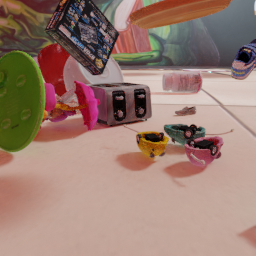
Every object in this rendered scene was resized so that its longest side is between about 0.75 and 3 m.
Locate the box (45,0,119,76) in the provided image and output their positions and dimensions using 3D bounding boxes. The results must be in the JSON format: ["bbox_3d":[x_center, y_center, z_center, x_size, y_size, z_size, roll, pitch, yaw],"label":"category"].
[{"bbox_3d":[-1.228,-2.787,8.189,0.470,1.626,2.045,4,-24,40],"label":"box"}]

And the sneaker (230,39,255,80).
[{"bbox_3d":[3.817,-2.299,8.742,0.651,0.724,1.761,24,66,35],"label":"sneaker"}]

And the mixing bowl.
[{"bbox_3d":[-2.742,-2.430,13.186,3.001,1.625,3.001,-3,-20,-1],"label":"mixing bowl"}]

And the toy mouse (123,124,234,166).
[{"bbox_3d":[1.339,0.342,6.044,2.220,0.483,2.498,-6,16,-20],"label":"toy mouse"}]

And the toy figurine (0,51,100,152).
[{"bbox_3d":[-2.111,-0.452,7.437,2.970,2.230,2.734,-19,-12,33],"label":"toy figurine"}]

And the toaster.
[{"bbox_3d":[-0.398,-0.859,9.228,1.756,1.152,1.941,-9,17,-33],"label":"toaster"}]

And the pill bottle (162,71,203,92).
[{"bbox_3d":[2.965,-2.538,15.464,2.027,1.149,1.149,-1,15,-3],"label":"pill bottle"}]

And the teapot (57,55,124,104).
[{"bbox_3d":[-1.619,-1.821,11.406,2.674,2.639,1.953,14,-35,-37],"label":"teapot"}]

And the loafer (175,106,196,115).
[{"bbox_3d":[2.053,-0.625,9.980,0.875,0.305,0.306,-8,17,-26],"label":"loafer"}]

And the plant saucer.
[{"bbox_3d":[0.971,-2.111,5.070,1.882,0.304,1.882,-13,14,3],"label":"plant saucer"}]
